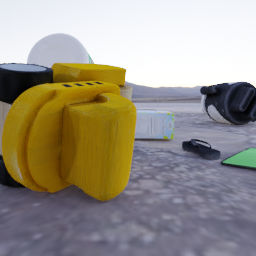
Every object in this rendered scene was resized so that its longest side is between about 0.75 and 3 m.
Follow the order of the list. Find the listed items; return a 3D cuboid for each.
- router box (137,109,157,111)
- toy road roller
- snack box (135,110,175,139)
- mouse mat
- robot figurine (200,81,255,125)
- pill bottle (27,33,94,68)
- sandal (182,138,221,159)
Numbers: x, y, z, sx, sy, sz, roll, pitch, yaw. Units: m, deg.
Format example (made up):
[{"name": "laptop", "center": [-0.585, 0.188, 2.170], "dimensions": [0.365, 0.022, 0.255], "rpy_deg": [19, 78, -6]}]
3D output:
[{"name": "router box", "center": [-0.128, -0.300, 9.427], "dimensions": [2.302, 0.601, 1.810], "rpy_deg": [0, 6, 1]}, {"name": "toy road roller", "center": [-0.456, 0.005, 3.545], "dimensions": [1.689, 1.422, 2.314], "rpy_deg": [19, 21, 32]}, {"name": "snack box", "center": [0.119, -0.128, 7.462], "dimensions": [2.058, 0.696, 1.735], "rpy_deg": [-1, 5, 3]}, {"name": "mouse mat", "center": [2.458, 0.524, 4.592], "dimensions": [1.377, 0.064, 1.712], "rpy_deg": [5, 7, 38]}, {"name": "robot figurine", "center": [3.983, -0.955, 10.928], "dimensions": [1.658, 1.996, 2.657], "rpy_deg": [-22, 12, -13]}, {"name": "pill bottle", "center": [-1.554, -1.384, 7.895], "dimensions": [1.539, 1.539, 2.721], "rpy_deg": [1, -7, 6]}, {"name": "sandal", "center": [1.384, 0.348, 5.266], "dimensions": [0.437, 0.246, 1.149], "rpy_deg": [-2, 7, -14]}]
